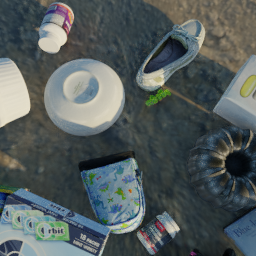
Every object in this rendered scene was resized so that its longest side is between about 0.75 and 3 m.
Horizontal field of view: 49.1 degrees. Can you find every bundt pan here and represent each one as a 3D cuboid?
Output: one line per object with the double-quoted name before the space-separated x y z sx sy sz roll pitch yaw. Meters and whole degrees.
"bundt pan" 2.773 0.976 7.286 2.355 0.884 2.355 0 73 -1

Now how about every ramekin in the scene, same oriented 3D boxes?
"ramekin" -3.325 -0.987 7.415 0.863 1.770 1.770 -24 74 -31

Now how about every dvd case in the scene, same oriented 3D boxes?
"dvd case" 3.512 2.710 6.435 1.544 0.190 2.165 -30 35 -8

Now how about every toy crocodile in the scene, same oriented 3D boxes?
"toy crocodile" 0.880 -0.883 8.177 0.815 0.252 0.275 -34 36 -8

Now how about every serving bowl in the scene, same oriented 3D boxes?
"serving bowl" -1.262 -0.992 7.924 2.352 0.773 2.352 0 74 -1

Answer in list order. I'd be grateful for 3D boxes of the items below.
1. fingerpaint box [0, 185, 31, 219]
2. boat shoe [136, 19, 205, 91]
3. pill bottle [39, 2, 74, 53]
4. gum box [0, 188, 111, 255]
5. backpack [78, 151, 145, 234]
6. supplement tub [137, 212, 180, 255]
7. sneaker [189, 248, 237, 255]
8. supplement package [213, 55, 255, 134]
"fingerpaint box" -3.318 2.032 7.175 1.309 0.480 1.092 8 74 2
"boat shoe" 1.314 -2.255 8.228 2.781 0.892 1.025 -44 78 -12
"pill bottle" -2.161 -2.953 8.331 0.804 0.804 1.444 8 60 2
"gum box" -1.923 3.054 6.250 2.288 0.600 2.693 22 100 8
"backpack" -0.305 1.616 6.940 1.569 1.479 1.923 -11 85 -9
"supplement tub" 0.745 2.584 6.920 0.918 0.644 0.644 -37 77 -10
"sneaker" 1.490 3.470 6.580 2.605 1.000 1.091 -8 67 -13
"supplement package" 3.461 -0.838 7.671 1.457 1.121 1.524 34 77 9
